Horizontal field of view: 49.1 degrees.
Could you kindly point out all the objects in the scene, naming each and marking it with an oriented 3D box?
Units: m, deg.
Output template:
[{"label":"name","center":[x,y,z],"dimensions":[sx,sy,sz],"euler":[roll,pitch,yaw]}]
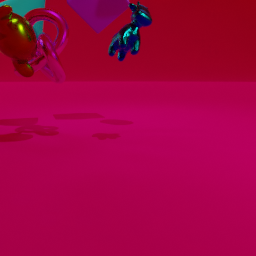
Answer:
[{"label":"cone","center":[-2.649,-3.245,7.575],"dimensions":[1.620,1.626,1.620],"euler":[29,-8,5]},{"label":"cow figurine","center":[0.042,-1.925,5.585],"dimensions":[0.553,0.990,1.007],"euler":[21,-17,-31]},{"label":"cube","center":[-0.919,-3.882,8.156],"dimensions":[1.297,1.297,1.297],"euler":[-34,-43,19]},{"label":"knot shape","center":[-1.991,-1.943,6.554],"dimensions":[1.758,1.645,0.812],"euler":[16,10,38]},{"label":"monkey head","center":[-2.365,-1.701,5.419],"dimensions":[1.118,1.553,0.936],"euler":[-25,55,-18]}]
